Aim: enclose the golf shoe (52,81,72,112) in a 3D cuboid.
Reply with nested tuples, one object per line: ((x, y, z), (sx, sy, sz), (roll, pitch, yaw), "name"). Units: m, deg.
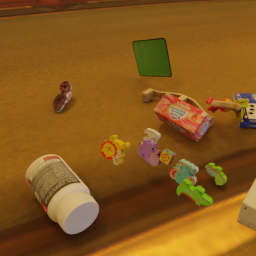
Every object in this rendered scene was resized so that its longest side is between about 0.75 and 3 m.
((-2.218, -1.020, 9.775), (0.453, 0.574, 1.247), (4, 58, 19), "golf shoe")

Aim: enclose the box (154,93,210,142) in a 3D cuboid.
((1.584, -0.319, 8.244), (1.470, 0.754, 0.696), (34, 82, 32), "box")

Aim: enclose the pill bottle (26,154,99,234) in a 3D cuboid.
((-1.409, 1.368, 5.939), (0.947, 0.947, 1.664), (-24, 42, -30), "pill bottle")

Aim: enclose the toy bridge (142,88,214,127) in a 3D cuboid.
((1.691, -0.797, 9.471), (0.916, 0.371, 2.726), (-32, 47, -33), "toy bridge")

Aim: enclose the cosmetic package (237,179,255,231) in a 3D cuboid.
((3.086, 1.515, 6.025), (0.895, 0.644, 1.587), (25, 43, 31), "cosmetic package")

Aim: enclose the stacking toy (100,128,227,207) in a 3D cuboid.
((0.895, 0.836, 6.391), (2.565, 0.603, 1.934), (30, 19, 24), "stacking toy")

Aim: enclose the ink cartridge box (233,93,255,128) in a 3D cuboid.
((3.978, -0.613, 9.227), (0.780, 0.367, 1.660), (2, 35, 11), "ink cartridge box")

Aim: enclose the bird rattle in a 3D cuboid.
((2.874, -0.696, 8.249), (1.267, 0.714, 1.033), (21, 7, 27), "bird rattle")

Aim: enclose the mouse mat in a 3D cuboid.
((0.905, -2.679, 10.790), (0.069, 1.469, 1.825), (-30, 28, -31), "mouse mat")
